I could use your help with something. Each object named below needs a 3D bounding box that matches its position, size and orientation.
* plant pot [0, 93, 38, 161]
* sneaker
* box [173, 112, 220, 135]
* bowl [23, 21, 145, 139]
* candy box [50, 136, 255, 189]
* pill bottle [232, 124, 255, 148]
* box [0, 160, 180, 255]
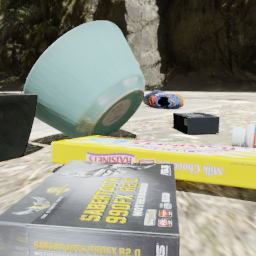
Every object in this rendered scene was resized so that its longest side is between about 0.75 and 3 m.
[{"bbox_3d":[-2.211,-0.030,4.416,1.160,1.031,1.162,7,12,37],"label":"plant pot"},{"bbox_3d":[1.542,-1.357,13.619,0.910,0.874,2.321,-15,15,-41],"label":"sneaker"},{"bbox_3d":[1.669,-0.139,7.000,0.788,0.440,1.116,-5,9,-8],"label":"box"},{"bbox_3d":[-0.609,-0.650,5.458,1.282,2.452,2.452,47,27,16],"label":"bowl"},{"bbox_3d":[0.456,0.368,3.701,2.622,0.346,1.340,4,5,22],"label":"candy box"},{"bbox_3d":[2.203,0.204,4.570,0.927,0.520,0.520,3,9,26],"label":"pill bottle"},{"bbox_3d":[-0.172,0.632,2.345,1.152,0.352,1.455,2,9,9],"label":"box"}]
